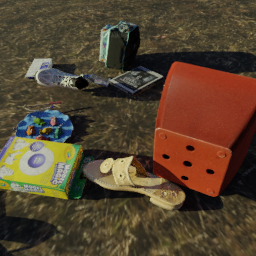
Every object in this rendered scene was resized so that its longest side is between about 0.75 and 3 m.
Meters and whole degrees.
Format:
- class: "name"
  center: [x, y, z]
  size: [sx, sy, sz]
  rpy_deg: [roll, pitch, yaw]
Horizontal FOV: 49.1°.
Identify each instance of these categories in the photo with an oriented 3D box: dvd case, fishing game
- class: "dvd case"
  center: [0.406, -2.193, 12.867]
  size: [2.023, 0.250, 1.520]
  rpy_deg: [-32, 49, -32]
- class: "fishing game"
  center: [-3.036, -0.041, 10.068]
  size: [2.066, 0.449, 2.886]
  rpy_deg: [-9, 47, -13]
- class: "dvd case"
  center: [-1.296, -2.195, 12.865]
  size: [0.947, 0.076, 0.704]
  rpy_deg: [16, 41, 1]

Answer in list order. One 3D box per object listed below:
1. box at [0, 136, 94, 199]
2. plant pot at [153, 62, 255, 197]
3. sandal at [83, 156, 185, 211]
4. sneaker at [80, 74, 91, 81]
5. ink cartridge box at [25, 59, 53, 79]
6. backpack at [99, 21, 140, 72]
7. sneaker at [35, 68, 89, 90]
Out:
- class: "box"
  center: [-2.555, 1.182, 8.490]
  size: [2.779, 0.672, 1.631]
  rpy_deg: [8, 47, 7]
- class: "plant pot"
  center: [2.104, 0.185, 8.089]
  size: [2.865, 2.867, 2.527]
  rpy_deg: [18, 45, 20]
- class: "sandal"
  center: [0.206, 1.247, 7.963]
  size: [3.077, 1.012, 1.128]
  rpy_deg: [20, 38, 13]
- class: "sneaker"
  center: [-1.990, -2.341, 12.983]
  size: [0.840, 0.324, 0.318]
  rpy_deg: [-23, 44, -26]
- class: "ink cartridge box"
  center: [-4.244, -2.779, 13.478]
  size: [0.918, 0.362, 1.845]
  rpy_deg: [0, 39, 0]
- class: "backpack"
  center: [-0.345, -4.121, 13.754]
  size: [1.803, 2.067, 2.352]
  rpy_deg: [20, 40, 17]
- class: "sneaker"
  center: [-2.618, -2.025, 11.456]
  size: [2.167, 0.818, 1.247]
  rpy_deg: [5, 3, -30]
